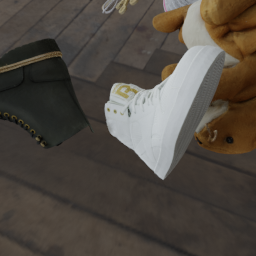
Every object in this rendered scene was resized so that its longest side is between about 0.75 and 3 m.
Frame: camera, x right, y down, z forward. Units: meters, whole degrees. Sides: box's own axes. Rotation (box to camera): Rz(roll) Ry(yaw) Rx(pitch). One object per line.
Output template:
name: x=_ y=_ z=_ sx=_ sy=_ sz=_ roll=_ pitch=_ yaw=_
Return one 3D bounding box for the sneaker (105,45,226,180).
sneaker: x=0.269 y=-0.305 z=3.807 sx=1.407 sy=2.435 sz=0.897 roll=37 pitch=58 yaw=18

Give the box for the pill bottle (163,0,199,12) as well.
pill bottle: x=1.827 y=-3.650 z=7.140 sx=1.409 sy=2.486 sz=1.409 roll=0 pitch=93 yaw=-5

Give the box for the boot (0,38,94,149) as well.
boot: x=-1.728 y=-0.155 z=4.024 sx=2.207 sy=0.855 sz=1.527 roll=-27 pitch=94 yaw=-5

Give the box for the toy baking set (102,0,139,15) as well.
toy baking set: x=-0.030 y=-2.527 z=5.077 sx=1.063 sy=0.161 sz=1.385 roll=-56 pitch=36 yaw=-2

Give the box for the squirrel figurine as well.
squirrel figurine: x=2.079 y=-0.954 z=4.816 sx=2.880 sy=2.688 sz=2.038 roll=-22 pitch=18 yaw=-17
